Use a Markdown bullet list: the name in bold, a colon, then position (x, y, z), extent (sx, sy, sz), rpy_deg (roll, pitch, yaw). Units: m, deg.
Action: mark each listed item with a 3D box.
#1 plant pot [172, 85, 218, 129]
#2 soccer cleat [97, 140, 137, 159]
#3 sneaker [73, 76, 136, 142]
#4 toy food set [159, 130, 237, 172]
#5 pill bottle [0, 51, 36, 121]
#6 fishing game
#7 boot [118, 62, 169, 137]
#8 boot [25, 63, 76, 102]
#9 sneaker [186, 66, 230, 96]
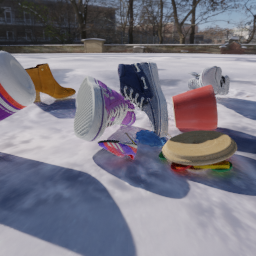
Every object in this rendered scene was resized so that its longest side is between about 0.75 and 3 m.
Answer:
- **plant pot**: position (1.801, -0.504, 7.709), extent (1.096, 1.239, 1.239), rpy_deg (-8, 17, 8)
- **soccer cleat**: position (-0.207, 0.426, 5.645), extent (0.879, 0.322, 0.300), rpy_deg (11, -10, -30)
- **sneaker**: position (-0.423, -0.413, 7.186), extent (1.704, 1.083, 2.989), rpy_deg (26, 23, -19)
- **toy food set**: position (1.405, 0.450, 5.695), extent (1.527, 0.371, 1.511), rpy_deg (-2, 20, 21)
- **pill bottle**: position (-3.394, -0.629, 6.296), extent (2.357, 1.325, 1.325), rpy_deg (-28, 18, 4)
- **fishing game**: position (0.565, 0.283, 6.661), extent (1.161, 0.180, 0.831), rpy_deg (-4, 29, -29)
- **boot**: position (0.327, -0.734, 7.065), extent (1.037, 0.835, 2.295), rpy_deg (-4, 54, -7)
- **boot**: position (-3.051, -1.872, 11.167), extent (1.994, 1.427, 0.702), rpy_deg (-14, 28, -29)
- **sneaker**: position (2.997, -1.813, 11.206), extent (1.599, 1.045, 2.782), rpy_deg (6, 3, 32)
